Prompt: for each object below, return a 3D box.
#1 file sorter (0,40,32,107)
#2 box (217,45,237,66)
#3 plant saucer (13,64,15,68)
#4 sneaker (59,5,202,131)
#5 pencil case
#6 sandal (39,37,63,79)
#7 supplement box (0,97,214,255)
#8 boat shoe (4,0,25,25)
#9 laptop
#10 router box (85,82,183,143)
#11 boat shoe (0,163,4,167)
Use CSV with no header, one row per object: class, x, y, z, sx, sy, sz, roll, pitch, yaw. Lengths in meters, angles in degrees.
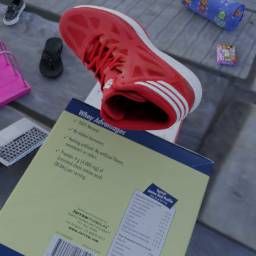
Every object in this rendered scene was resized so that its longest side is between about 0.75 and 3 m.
file sorter,-4.784,-2.110,8.678,1.985,1.791,2.856,-34,62,-22
box,3.587,-2.661,10.194,0.642,0.184,0.939,7,53,5
plant saucer,-4.490,-1.951,9.702,1.144,0.109,0.400,-14,56,-9
sneaker,-0.241,-1.036,4.361,2.888,1.132,1.669,33,30,12
pencil case,3.452,-5.050,11.465,1.213,1.090,2.793,-22,55,-32
sandal,-2.743,-2.614,9.941,0.830,0.528,2.208,-6,53,-5
supplement box,-0.430,1.554,5.270,2.905,1.950,2.902,25,65,4
boat shoe,-4.792,-4.993,11.740,0.593,0.561,1.695,9,53,7
laptop,-2.569,0.131,7.073,1.737,1.006,1.626,29,39,15
router box,-0.010,-0.079,7.897,2.812,0.687,2.524,17,54,12
boat shoe,-4.284,0.779,7.235,2.325,0.851,0.753,-7,47,-17
